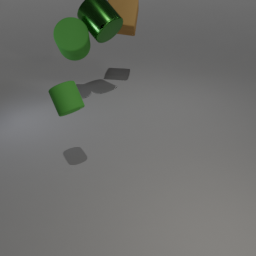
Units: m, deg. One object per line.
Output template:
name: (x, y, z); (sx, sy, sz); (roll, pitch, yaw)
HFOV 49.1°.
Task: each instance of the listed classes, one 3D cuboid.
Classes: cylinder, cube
cylinder: (-2.318, -3.707, 11.802); (1.400, 1.400, 1.400); (-3, -2, -5)
cylinder: (-1.153, -4.549, 11.681); (1.400, 1.400, 1.400); (51, 47, 7)
cylinder: (-1.544, -0.738, 7.066); (0.700, 0.700, 0.700); (-23, 1, 1)
cube: (-0.270, -5.448, 13.591); (1.400, 1.400, 1.400); (8, 0, 2)
